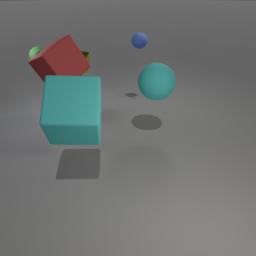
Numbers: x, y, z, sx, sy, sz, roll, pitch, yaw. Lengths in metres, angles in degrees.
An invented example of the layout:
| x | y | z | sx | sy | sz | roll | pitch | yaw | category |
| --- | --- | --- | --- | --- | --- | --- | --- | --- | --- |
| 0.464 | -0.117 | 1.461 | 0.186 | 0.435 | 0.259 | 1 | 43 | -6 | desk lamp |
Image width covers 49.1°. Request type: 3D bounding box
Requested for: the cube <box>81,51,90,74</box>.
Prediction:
| x | y | z | sx | sy | sz | roll | pitch | yaw | category |
| --- | --- | --- | --- | --- | --- | --- | --- | --- | --- |
| -2.094 | -2.888 | 12.281 | 0.700 | 0.700 | 0.700 | 7 | 47 | 4 | cube |

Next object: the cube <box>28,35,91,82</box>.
| x | y | z | sx | sy | sz | roll | pitch | yaw | category |
| --- | --- | --- | --- | --- | --- | --- | --- | --- | --- |
| -2.586 | -2.423 | 10.599 | 1.400 | 1.400 | 1.400 | 3 | 45 | 50 | cube |

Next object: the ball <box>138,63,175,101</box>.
| x | y | z | sx | sy | sz | roll | pitch | yaw | category |
| --- | --- | --- | --- | --- | --- | --- | --- | --- | --- |
| 1.078 | -1.734 | 10.538 | 1.400 | 1.400 | 1.400 | 0 | 28 | 0 | ball |

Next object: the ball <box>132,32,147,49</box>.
| x | y | z | sx | sy | sz | roll | pitch | yaw | category |
| --- | --- | --- | --- | --- | --- | --- | --- | --- | --- |
| 0.512 | -3.890 | 12.481 | 0.700 | 0.700 | 0.700 | 0 | 28 | 0 | ball |

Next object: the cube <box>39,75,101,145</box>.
| x | y | z | sx | sy | sz | roll | pitch | yaw | category |
| --- | --- | --- | --- | --- | --- | --- | --- | --- | --- |
| -1.440 | -0.429 | 7.479 | 1.400 | 1.400 | 1.400 | 1 | 66 | -4 | cube |

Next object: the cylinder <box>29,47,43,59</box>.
| x | y | z | sx | sy | sz | roll | pitch | yaw | category |
| --- | --- | --- | --- | --- | --- | --- | --- | --- | --- |
| -3.645 | -2.945 | 11.608 | 0.700 | 0.700 | 0.700 | -17 | 36 | -28 | cylinder |
